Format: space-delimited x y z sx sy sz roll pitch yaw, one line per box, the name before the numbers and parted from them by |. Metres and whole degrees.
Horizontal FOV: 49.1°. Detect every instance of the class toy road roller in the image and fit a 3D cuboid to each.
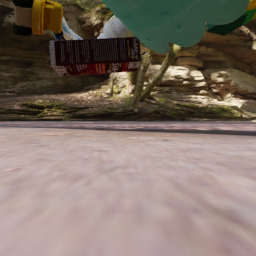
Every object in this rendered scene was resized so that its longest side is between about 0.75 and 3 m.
toy road roller | -2.421 -3.173 7.741 1.251 1.053 1.714 6 34 -12

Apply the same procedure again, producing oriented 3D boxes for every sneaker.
sneaker | -2.050 -2.999 9.409 0.702 0.708 1.953 2 -25 35

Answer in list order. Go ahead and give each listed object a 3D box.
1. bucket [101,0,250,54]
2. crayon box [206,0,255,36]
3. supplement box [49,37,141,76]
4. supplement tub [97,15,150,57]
bucket | 0.571 -2.807 3.859 1.988 3.056 3.056 32 -16 -31
crayon box | 2.490 -3.324 6.070 0.594 2.038 1.758 8 -5 -16
supplement box | -0.616 -1.388 5.527 1.655 0.504 0.900 -5 -1 -4
supplement tub | 0.166 -2.432 6.960 1.686 1.222 1.222 -39 -17 24
